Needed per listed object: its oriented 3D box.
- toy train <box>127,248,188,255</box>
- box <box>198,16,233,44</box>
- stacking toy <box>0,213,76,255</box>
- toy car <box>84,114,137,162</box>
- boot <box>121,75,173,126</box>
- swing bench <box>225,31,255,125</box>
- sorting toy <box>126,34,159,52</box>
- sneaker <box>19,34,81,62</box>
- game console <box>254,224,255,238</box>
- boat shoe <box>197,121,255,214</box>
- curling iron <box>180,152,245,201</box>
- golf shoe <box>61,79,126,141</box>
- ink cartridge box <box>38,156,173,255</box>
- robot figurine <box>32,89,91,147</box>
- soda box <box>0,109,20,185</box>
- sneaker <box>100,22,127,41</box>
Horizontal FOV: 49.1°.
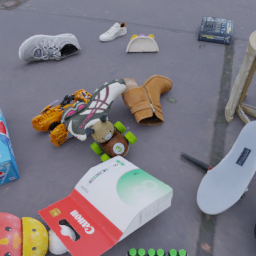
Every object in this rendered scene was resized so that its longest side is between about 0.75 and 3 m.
[{"bbox_3d":[0.670,2.990,6.391,1.412,0.295,0.398,0,54,1],"label":"toy train"},{"bbox_3d":[4.606,-5.154,14.641,1.648,0.533,2.089,11,44,12],"label":"box"},{"bbox_3d":[-2.441,2.520,6.158,2.574,1.881,1.881,-1,41,-25],"label":"stacking toy"},{"bbox_3d":[-0.634,0.203,8.162,1.197,1.457,1.149,-43,52,-6],"label":"toy car"},{"bbox_3d":[0.948,-1.006,10.106,2.420,0.928,1.879,-2,53,-36],"label":"boot"},{"bbox_3d":[4.518,-1.179,8.855,1.853,2.841,2.857,-23,49,-23],"label":"swing bench"},{"bbox_3d":[0.665,-4.210,13.668,1.535,0.820,1.381,-1,25,-2],"label":"sorting toy"},{"bbox_3d":[-3.463,-3.587,12.640,2.835,1.059,1.162,-24,49,-23],"label":"sneaker"},{"bbox_3d":[3.926,2.310,6.387,1.883,1.246,2.141,26,50,24],"label":"game console"},{"bbox_3d":[2.848,1.136,7.507,1.022,1.179,2.767,30,82,30],"label":"boat shoe"},{"bbox_3d":[2.382,1.311,8.077,0.542,0.279,2.185,-30,53,-31],"label":"curling iron"},{"bbox_3d":[-0.917,-0.622,9.026,2.509,0.968,1.105,-38,85,-19],"label":"golf shoe"},{"bbox_3d":[-0.569,1.744,6.775,2.620,0.656,2.109,-20,32,-36],"label":"ink cartridge box"},{"bbox_3d":[-1.919,-0.484,9.616,1.785,0.717,2.462,34,53,20],"label":"robot figurine"},{"bbox_3d":[-4.181,0.402,8.598,0.975,0.922,2.875,-19,48,-18],"label":"soda box"},{"bbox_3d":[-0.790,-4.996,14.371,1.662,0.703,0.605,-33,54,-28],"label":"sneaker"}]
